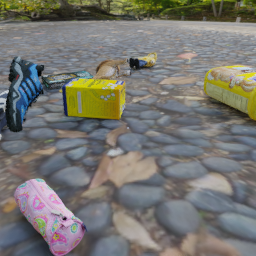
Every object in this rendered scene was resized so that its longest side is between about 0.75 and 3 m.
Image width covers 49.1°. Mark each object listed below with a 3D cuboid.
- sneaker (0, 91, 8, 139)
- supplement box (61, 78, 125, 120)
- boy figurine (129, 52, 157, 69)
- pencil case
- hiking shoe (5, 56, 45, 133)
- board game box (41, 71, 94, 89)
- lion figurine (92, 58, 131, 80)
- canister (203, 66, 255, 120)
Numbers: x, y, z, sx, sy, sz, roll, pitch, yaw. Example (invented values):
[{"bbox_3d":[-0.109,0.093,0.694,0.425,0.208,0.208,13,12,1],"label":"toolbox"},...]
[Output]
[{"bbox_3d":[-4.216,-0.404,7.817,1.734,1.064,2.665,7,35,-5],"label":"sneaker"},{"bbox_3d":[-1.072,-0.979,9.122,1.847,1.012,1.005,4,26,7],"label":"supplement box"},{"bbox_3d":[0.999,-3.692,15.357,1.243,0.644,1.999,19,33,39],"label":"boy figurine"},{"bbox_3d":[-1.304,1.383,4.581,0.648,0.648,1.483,-19,31,-35],"label":"pencil case"},{"bbox_3d":[-2.479,-0.828,6.845,0.856,1.974,0.734,8,-21,-28],"label":"hiking shoe"},{"bbox_3d":[-2.647,-2.162,12.485,2.101,0.296,1.421,-12,28,-25],"label":"board game box"},{"bbox_3d":[-0.936,-2.084,11.503,1.758,1.040,2.870,-4,27,24],"label":"lion figurine"},{"bbox_3d":[4.230,-1.302,9.613,2.115,1.233,2.848,-9,26,-19],"label":"canister"}]
